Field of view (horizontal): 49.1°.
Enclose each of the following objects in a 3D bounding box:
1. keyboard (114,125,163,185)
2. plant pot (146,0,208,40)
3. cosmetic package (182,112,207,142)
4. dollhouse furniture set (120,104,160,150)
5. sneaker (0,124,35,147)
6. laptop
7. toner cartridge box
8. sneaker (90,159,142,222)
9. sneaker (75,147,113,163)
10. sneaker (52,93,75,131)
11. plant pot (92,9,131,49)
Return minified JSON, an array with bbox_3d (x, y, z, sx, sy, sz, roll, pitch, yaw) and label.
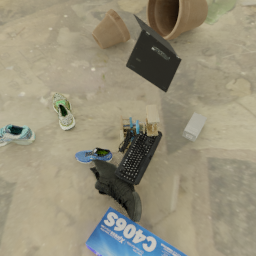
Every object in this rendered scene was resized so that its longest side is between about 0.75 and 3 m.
[{"bbox_3d":[0.270,0.732,9.736,1.261,0.480,2.423,21,52,13],"label":"keyboard"},{"bbox_3d":[2.639,-5.938,14.140,2.408,2.761,2.761,-14,55,-30],"label":"plant pot"},{"bbox_3d":[2.662,-0.049,11.200,0.570,0.482,1.068,28,57,17],"label":"cosmetic package"},{"bbox_3d":[0.360,-0.177,10.413,1.324,1.879,1.316,-3,56,-2],"label":"dollhouse furniture set"},{"bbox_3d":[-4.669,0.175,10.788,1.999,0.863,0.776,-5,56,-3],"label":"sneaker"},{"bbox_3d":[0.747,-2.513,9.411,1.144,1.848,1.974,20,85,56],"label":"laptop"},{"bbox_3d":[0.271,3.763,8.484,2.880,0.622,1.368,27,60,17],"label":"toner cartridge box"},{"bbox_3d":[-0.477,2.028,9.332,1.382,0.796,2.650,2,34,-14],"label":"sneaker"},{"bbox_3d":[-1.280,0.946,10.418,1.385,0.617,0.544,-4,56,-2],"label":"sneaker"},{"bbox_3d":[-2.670,-0.856,11.500,0.738,0.851,1.920,-21,58,-14],"label":"sneaker"},{"bbox_3d":[-0.927,-4.702,13.806,1.480,1.697,1.697,-37,62,-3],"label":"plant pot"}]
